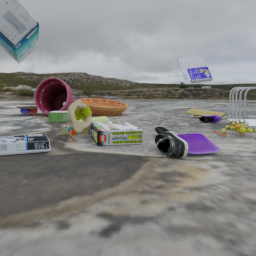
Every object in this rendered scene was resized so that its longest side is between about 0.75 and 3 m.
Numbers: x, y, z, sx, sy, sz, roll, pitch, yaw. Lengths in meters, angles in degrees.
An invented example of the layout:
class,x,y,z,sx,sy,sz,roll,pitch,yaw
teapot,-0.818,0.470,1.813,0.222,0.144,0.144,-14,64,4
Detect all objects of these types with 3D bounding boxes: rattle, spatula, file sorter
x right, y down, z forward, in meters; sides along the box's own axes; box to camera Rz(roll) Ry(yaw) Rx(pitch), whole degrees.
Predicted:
class,x,y,z,sx,sy,sz,roll,pitch,yaw
rattle,-1.548,-0.115,7.503,0.886,1.240,0.807,-2,-36,25
spatula,1.165,0.216,6.820,0.817,0.297,2.890,-4,7,-12
file sorter,4.597,-0.740,9.946,1.600,1.436,2.306,1,8,8

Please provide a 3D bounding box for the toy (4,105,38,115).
class,x,y,z,sx,sy,sz,roll,pitch,yaw
toy,-5.300,-0.996,15.350,1.396,0.573,2.425,1,8,31

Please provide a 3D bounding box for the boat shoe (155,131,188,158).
class,x,y,z,sx,sy,sz,roll,pitch,yaw
boat shoe,0.765,0.304,5.639,0.407,0.433,1.205,3,8,-15

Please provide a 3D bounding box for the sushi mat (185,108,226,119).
class,x,y,z,sx,sy,sz,roll,pitch,yaw
sushi mat,3.706,-0.700,13.384,1.777,0.108,0.850,14,29,38

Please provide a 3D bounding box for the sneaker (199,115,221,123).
class,x,y,z,sx,sy,sz,roll,pitch,yaw
sneaker,3.312,-0.347,11.415,0.453,0.317,0.911,-12,9,-42

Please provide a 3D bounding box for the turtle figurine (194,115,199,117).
class,x,y,z,sx,sy,sz,roll,pitch,yaw
turtle figurine,3.713,-0.686,13.853,0.802,0.320,0.994,-2,8,-13

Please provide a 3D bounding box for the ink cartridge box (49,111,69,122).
class,x,y,z,sx,sy,sz,roll,pitch,yaw
ink cartridge box,-2.546,-0.498,11.939,1.467,0.435,0.762,0,7,-1

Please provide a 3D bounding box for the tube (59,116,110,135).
class,x,y,z,sx,sy,sz,roll,pitch,yaw
tube,-1.277,-0.099,8.658,0.453,0.506,1.745,15,15,35

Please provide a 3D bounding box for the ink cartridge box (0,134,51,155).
class,x,y,z,sx,sy,sz,roll,pitch,yaw
ink cartridge box,-2.417,0.326,6.137,1.275,0.279,1.287,-4,7,-21

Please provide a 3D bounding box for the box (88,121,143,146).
class,x,y,z,sx,sy,sz,roll,pitch,yaw
box,-0.407,0.100,7.527,1.131,0.357,2.055,-2,7,-13

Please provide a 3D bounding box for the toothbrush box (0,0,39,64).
class,x,y,z,sx,sy,sz,roll,pitch,yaw
toothbrush box,-3.053,-2.588,7.032,0.849,1.458,1.992,-48,15,-10

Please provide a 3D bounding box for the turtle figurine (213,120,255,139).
class,x,y,z,sx,sy,sz,roll,pitch,yaw
turtle figurine,3.121,0.001,7.949,1.396,0.450,1.126,2,8,15

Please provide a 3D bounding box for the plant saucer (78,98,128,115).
class,x,y,z,sx,sy,sz,roll,pitch,yaw
plant saucer,-1.444,-1.199,15.748,2.867,0.537,2.867,6,13,-1

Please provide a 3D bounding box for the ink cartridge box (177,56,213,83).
class,x,y,z,sx,sy,sz,roll,pitch,yaw
ink cartridge box,2.257,-2.004,9.588,1.030,1.021,0.224,-6,-27,-12

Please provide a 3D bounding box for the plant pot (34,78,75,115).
class,x,y,z,sx,sy,sz,roll,pitch,yaw
plant pot,-3.700,-1.497,14.913,1.941,1.941,1.737,2,-8,12
